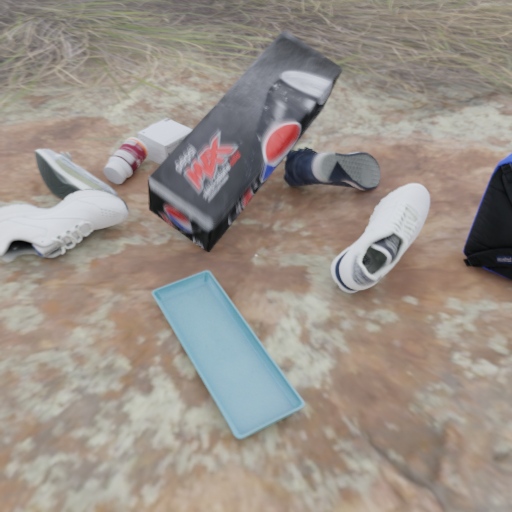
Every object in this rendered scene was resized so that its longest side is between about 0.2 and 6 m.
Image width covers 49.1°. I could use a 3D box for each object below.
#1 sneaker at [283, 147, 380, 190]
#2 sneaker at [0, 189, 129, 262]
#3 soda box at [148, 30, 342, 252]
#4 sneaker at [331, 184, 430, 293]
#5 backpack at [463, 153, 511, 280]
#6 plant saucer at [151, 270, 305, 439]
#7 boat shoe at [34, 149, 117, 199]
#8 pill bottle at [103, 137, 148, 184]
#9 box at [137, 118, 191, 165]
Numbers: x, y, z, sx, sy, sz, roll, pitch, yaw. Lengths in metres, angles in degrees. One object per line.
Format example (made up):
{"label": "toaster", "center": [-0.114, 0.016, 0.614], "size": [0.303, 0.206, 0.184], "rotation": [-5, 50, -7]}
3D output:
{"label": "sneaker", "center": [1.498, -1.786, 11.644], "size": [2.032, 0.773, 1.468], "rotation": [3, 3, -40]}
{"label": "sneaker", "center": [-3.555, -0.469, 10.274], "size": [2.504, 0.933, 1.090], "rotation": [-15, 53, -4]}
{"label": "soda box", "center": [-0.167, -2.205, 10.522], "size": [1.501, 1.343, 4.241], "rotation": [35, 69, 4]}
{"label": "sneaker", "center": [2.309, -0.345, 9.458], "size": [0.928, 0.978, 2.430], "rotation": [41, 71, -3]}
{"label": "backpack", "center": [5.292, -0.563, 9.303], "size": [2.645, 2.149, 2.219], "rotation": [31, 48, 31]}
{"label": "plant saucer", "center": [-0.534, 1.398, 8.535], "size": [1.082, 0.294, 3.095], "rotation": [-21, 47, -21]}
{"label": "boat shoe", "center": [-3.760, -1.578, 11.476], "size": [2.125, 0.783, 0.681], "rotation": [33, 46, 26]}
{"label": "pill bottle", "center": [-2.796, -2.034, 12.010], "size": [0.565, 0.565, 0.989], "rotation": [18, 55, 19]}
{"label": "box", "center": [-2.020, -2.555, 12.626], "size": [0.912, 0.596, 0.908], "rotation": [29, 50, 28]}
